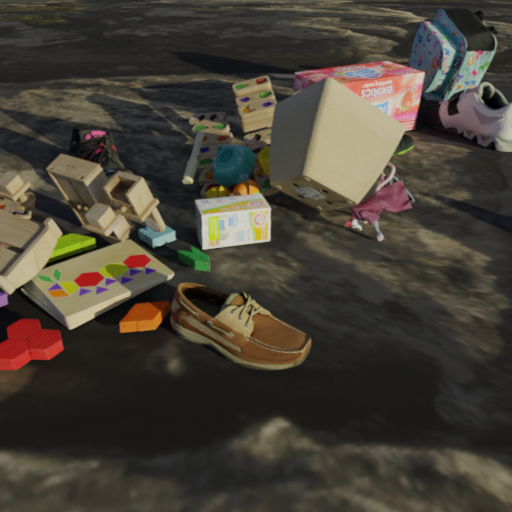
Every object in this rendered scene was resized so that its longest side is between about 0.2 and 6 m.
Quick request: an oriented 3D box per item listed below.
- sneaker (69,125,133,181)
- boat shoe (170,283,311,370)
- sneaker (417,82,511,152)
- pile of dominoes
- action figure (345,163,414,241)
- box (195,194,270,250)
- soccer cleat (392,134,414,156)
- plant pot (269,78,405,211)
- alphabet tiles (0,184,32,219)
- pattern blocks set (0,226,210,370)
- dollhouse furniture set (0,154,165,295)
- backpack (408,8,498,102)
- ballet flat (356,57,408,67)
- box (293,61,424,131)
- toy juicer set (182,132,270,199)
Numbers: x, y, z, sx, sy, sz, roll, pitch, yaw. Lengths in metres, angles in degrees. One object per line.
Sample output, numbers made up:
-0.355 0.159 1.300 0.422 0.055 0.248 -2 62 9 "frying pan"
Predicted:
-3.344 -2.009 11.660 1.080 1.179 2.815 -20 36 -29 "sneaker"
-0.280 0.870 7.325 2.019 0.746 0.764 14 34 21 "boat shoe"
5.584 -3.871 14.556 1.200 1.434 3.240 -19 35 -26 "sneaker"
0.029 -2.690 12.218 3.037 0.620 3.897 -14 43 1 "pile of dominoes"
2.123 -0.906 10.016 1.301 0.969 0.871 -30 27 -3 "action figure"
-0.408 -0.616 9.837 1.233 0.693 0.625 -7 32 -14 "box"
2.409 -2.829 13.098 2.653 1.075 0.896 -1 28 -2 "soccer cleat"
1.225 -1.770 9.846 1.777 1.573 1.775 23 -12 -25 "plant pot"
-5.341 -0.771 10.691 1.979 0.089 2.368 -9 33 -15 "alphabet tiles"
-2.424 0.394 8.560 3.409 0.276 2.996 -18 35 -27 "pattern blocks set"
-3.349 0.067 8.898 2.673 1.530 3.134 17 58 27 "dollhouse furniture set"
5.518 -5.491 16.124 1.908 2.534 2.249 -8 49 -5 "backpack"
4.746 -6.479 19.649 2.553 0.860 0.592 3 -7 8 "ballet flat"
2.612 -3.984 14.557 3.117 1.600 1.476 -15 35 -25 "box"
-0.607 -1.624 11.220 2.316 0.630 1.474 21 74 36 "toy juicer set"
